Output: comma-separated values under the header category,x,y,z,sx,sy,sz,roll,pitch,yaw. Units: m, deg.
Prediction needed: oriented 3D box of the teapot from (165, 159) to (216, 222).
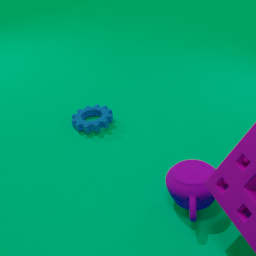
category,x,y,z,sx,sy,sz,roll,pitch,yaw
teapot,1.198,1.053,5.152,0.982,0.774,1.580,-1,28,14

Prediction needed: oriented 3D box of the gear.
category,x,y,z,sx,sy,sz,roll,pitch,yaw
gear,-0.918,-0.255,7.222,1.054,0.195,1.054,-5,34,4

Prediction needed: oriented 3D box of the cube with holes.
category,x,y,z,sx,sy,sz,roll,pitch,yaw
cube with holes,2.266,0.818,3.812,1.389,1.389,1.389,7,36,-35
